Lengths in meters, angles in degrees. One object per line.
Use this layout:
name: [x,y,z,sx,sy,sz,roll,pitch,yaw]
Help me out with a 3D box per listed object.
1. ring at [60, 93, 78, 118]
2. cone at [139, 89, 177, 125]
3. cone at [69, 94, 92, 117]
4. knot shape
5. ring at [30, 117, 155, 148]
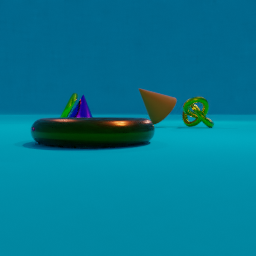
ring: [-2.715,-0.932,12.855,0.304,1.519,1.519,28,-3,-12]
cone: [0.727,-0.862,8.673,1.092,1.088,1.088,40,-9,-15]
cone: [-2.134,-0.960,13.060,1.232,1.236,1.232,5,-5,0]
knot shape: [2.124,-0.376,8.386,1.072,0.529,1.145,40,-26,12]
ring: [-0.496,0.030,4.134,1.784,0.357,1.784,0,3,0]
